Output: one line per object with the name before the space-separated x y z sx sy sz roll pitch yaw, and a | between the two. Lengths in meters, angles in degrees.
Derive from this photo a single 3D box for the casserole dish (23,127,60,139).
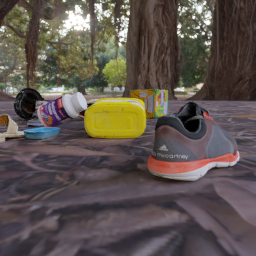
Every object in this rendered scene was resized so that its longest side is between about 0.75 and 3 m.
casserole dish | -2.533 0.149 8.306 0.763 0.244 1.260 1 5 14

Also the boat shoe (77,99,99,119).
boat shoe | -1.733 -0.823 13.550 0.963 1.074 2.902 28 20 37

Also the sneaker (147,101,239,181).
sneaker | 1.357 0.097 5.078 1.089 1.157 2.826 5 9 32

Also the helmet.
helmet | -4.760 -1.148 13.485 1.508 1.508 1.438 -4 14 -29

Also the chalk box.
chalk box | 1.312 -1.373 15.444 1.482 1.492 2.390 4 9 29

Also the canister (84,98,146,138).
canister | -0.353 -0.383 9.206 1.908 1.112 2.569 0 8 1

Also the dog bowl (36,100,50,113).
dog bowl | -3.305 -0.690 12.100 1.487 0.548 1.487 12 -13 3

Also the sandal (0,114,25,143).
sandal | -3.512 -0.041 7.976 0.791 0.710 2.158 1 7 4

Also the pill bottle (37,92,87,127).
pill bottle | -2.199 -0.626 9.488 1.528 0.851 0.851 -22 2 14

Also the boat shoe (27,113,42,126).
boat shoe | -3.705 -0.377 11.443 0.509 0.510 1.409 1 7 6
